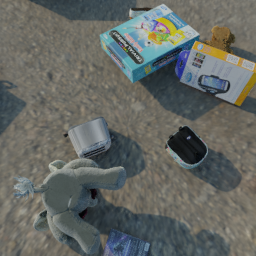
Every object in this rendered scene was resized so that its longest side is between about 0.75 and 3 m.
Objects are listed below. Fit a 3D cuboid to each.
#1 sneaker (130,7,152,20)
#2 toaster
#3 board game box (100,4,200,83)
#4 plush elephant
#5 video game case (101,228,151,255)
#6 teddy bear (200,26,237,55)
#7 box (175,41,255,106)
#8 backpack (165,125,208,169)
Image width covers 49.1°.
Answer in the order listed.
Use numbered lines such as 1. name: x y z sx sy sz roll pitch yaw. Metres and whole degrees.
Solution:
1. sneaker: 0.574 -4.097 10.186 1.087 0.460 0.396 -3 47 -12
2. toaster: -1.117 0.308 8.064 1.354 0.769 0.875 -20 70 -13
3. board game box: 0.678 -2.786 8.997 2.532 0.594 1.912 -31 62 -13
4. plush elephant: -1.462 1.722 7.000 2.433 1.884 2.004 16 77 -1
5. video game case: -0.052 3.169 7.201 1.111 0.105 0.793 18 68 9
6. teddy bear: 2.960 -2.433 9.404 1.390 0.640 1.917 -1 74 7
7. box: 2.643 -1.687 8.554 2.343 1.395 0.486 26 56 11
8. backpack: 1.667 0.604 7.911 0.950 0.806 1.070 -39 68 -14
